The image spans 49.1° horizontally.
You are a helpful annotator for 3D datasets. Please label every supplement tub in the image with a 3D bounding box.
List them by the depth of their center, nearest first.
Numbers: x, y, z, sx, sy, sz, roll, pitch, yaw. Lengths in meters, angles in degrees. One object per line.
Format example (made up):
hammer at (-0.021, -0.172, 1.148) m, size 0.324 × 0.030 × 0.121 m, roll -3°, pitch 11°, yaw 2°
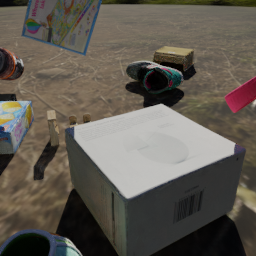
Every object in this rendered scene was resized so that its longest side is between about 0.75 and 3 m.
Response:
supplement tub at (-3.202, -1.621, 7.136) m, size 0.794 × 0.794 × 1.485 m, roll -4°, pitch 8°, yaw -7°

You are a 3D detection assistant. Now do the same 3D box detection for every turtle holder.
turtle holder at (-1.252, 2.063, 3.273) m, size 1.388 × 1.297 × 1.827 m, roll 17°, pitch 33°, yaw 27°

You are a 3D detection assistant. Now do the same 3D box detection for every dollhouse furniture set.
dollhouse furniture set at (-1.514, -0.065, 7.652) m, size 1.261 × 0.821 × 1.159 m, roll -8°, pitch 30°, yaw -14°

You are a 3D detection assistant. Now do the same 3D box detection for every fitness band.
fitness band at (2.837, -1.046, 4.842) m, size 2.502 × 0.468 × 1.797 m, roll -30°, pitch -3°, yaw -10°

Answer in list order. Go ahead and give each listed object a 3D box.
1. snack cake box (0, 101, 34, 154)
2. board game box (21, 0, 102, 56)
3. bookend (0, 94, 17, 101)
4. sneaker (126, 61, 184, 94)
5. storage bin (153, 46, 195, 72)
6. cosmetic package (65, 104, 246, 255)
snack cake box at (-3.478, -0.072, 7.808) m, size 1.156 × 0.675 × 2.010 m, roll 0°, pitch 28°, yaw -3°
board game box at (-1.344, -2.893, 6.155) m, size 1.486 × 2.211 × 0.378 m, roll 13°, pitch 22°, yaw -23°
bookend at (-4.299, -0.598, 8.885) m, size 1.236 × 0.569 × 1.228 m, roll -2°, pitch 30°, yaw -5°
sneaker at (0.799, -2.020, 11.095) m, size 2.482 × 1.038 × 1.498 m, roll 15°, pitch 23°, yaw 24°
storage bin at (2.285, -3.460, 13.913) m, size 1.651 × 0.774 × 1.639 m, roll 15°, pitch 33°, yaw 25°
cosmetic package at (0.380, 0.794, 5.383) m, size 2.394 × 1.476 × 2.401 m, roll -16°, pitch 32°, yaw -26°
